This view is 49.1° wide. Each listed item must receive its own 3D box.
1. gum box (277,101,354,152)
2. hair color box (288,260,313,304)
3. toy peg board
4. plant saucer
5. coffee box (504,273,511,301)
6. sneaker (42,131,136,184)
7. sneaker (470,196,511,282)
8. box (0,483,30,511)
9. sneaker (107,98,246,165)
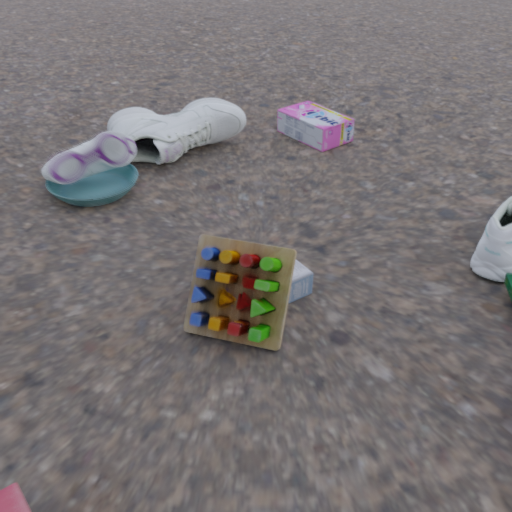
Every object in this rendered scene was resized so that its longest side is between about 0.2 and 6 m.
[{"bbox_3d":[1.361,-3.134,13.365,0.988,0.576,1.740,-25,41,-30],"label":"gum box"},{"bbox_3d":[0.123,0.465,8.278,1.330,0.403,0.658,-20,39,-28],"label":"hair color box"},{"bbox_3d":[-0.289,0.465,7.315,1.359,1.365,0.667,10,0,14],"label":"toy peg board"},{"bbox_3d":[-3.223,-1.422,11.104,1.767,0.318,1.767,0,35,0],"label":"plant saucer"},{"bbox_3d":[3.959,0.591,8.004,0.571,0.204,0.929,-3,36,7],"label":"coffee box"},{"bbox_3d":[-3.323,-1.960,11.073,1.961,0.734,0.977,-27,19,-34],"label":"sneaker"},{"bbox_3d":[4.414,-0.533,9.203,0.904,1.030,2.571,24,40,32],"label":"sneaker"},{"bbox_3d":[-2.147,2.619,4.959,0.505,0.593,0.927,-24,41,-31],"label":"box"},{"bbox_3d":[-1.658,-2.593,12.392,3.067,1.148,1.528,-11,51,-10],"label":"sneaker"}]
